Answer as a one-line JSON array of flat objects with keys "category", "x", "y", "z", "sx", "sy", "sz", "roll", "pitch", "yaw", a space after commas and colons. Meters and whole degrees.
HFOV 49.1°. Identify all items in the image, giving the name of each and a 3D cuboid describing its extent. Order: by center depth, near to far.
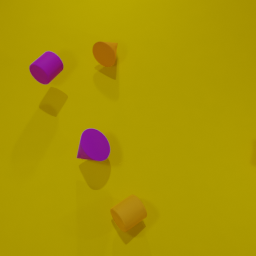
[{"category": "cylinder", "x": 0.015, "y": 2.302, "z": 7.591, "sx": 0.731, "sy": 0.731, "sz": 0.731, "roll": -28, "pitch": 71, "yaw": -26}, {"category": "cone", "x": -1.200, "y": 0.669, "z": 8.016, "sx": 0.990, "sy": 0.993, "sz": 0.990, "roll": 27, "pitch": 46, "yaw": -32}, {"category": "cylinder", "x": -2.470, "y": -1.826, "z": 8.514, "sx": 0.740, "sy": 0.740, "sz": 0.740, "roll": 27, "pitch": 55, "yaw": 10}, {"category": "cone", "x": -0.586, "y": -2.697, "z": 9.517, "sx": 0.898, "sy": 0.898, "sz": 0.902, "roll": 30, "pitch": 51, "yaw": 11}]
